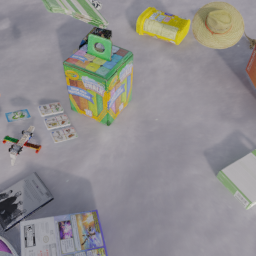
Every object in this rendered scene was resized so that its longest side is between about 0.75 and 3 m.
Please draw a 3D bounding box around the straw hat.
[{"bbox_3d":[2.773,-3.251,8.491,1.627,0.689,1.627,0,88,11],"label":"straw hat"}]

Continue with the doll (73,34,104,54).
[{"bbox_3d":[-1.584,-3.326,11.427,1.418,0.344,0.967,-24,75,4],"label":"doll"}]

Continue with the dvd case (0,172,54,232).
[{"bbox_3d":[-2.764,1.864,7.256,1.359,0.168,1.021,-32,56,-25],"label":"dvd case"}]

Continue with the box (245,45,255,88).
[{"bbox_3d":[5.275,-1.936,9.349,1.344,1.925,2.528,-4,49,-3],"label":"box"}]

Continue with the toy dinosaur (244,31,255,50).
[{"bbox_3d":[5.385,-3.630,11.919,1.412,0.411,0.714,37,43,19],"label":"toy dinosaur"}]

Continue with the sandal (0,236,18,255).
[{"bbox_3d":[-2.770,3.074,5.828,2.959,0.727,1.204,31,56,22],"label":"sandal"}]

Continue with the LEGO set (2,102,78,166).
[{"bbox_3d":[-2.992,0.108,8.701,2.393,0.587,1.787,-15,50,-28],"label":"LEGO set"}]

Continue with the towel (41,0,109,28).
[{"bbox_3d":[-1.854,-3.913,8.680,2.389,0.279,1.822,-9,57,-52],"label":"towel"}]

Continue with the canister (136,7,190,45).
[{"bbox_3d":[1.554,-4.462,12.248,1.974,0.855,1.466,24,53,18],"label":"canister"}]

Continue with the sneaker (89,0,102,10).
[{"bbox_3d":[-1.970,-6.042,13.821,1.230,0.491,0.801,22,44,6],"label":"sneaker"}]

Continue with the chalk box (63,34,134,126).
[{"bbox_3d":[-0.866,-1.615,8.679,1.571,2.525,1.563,24,53,19],"label":"chalk box"}]

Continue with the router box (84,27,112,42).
[{"bbox_3d":[-1.300,-3.859,12.042,0.856,0.355,1.142,18,51,15],"label":"router box"}]

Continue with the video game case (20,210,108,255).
[{"bbox_3d":[-1.333,2.842,5.991,1.770,0.444,1.953,-3,48,-20],"label":"video game case"}]

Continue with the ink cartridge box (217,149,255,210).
[{"bbox_3d":[3.408,1.305,7.591,1.586,0.380,1.154,-25,54,-20],"label":"ink cartridge box"}]
